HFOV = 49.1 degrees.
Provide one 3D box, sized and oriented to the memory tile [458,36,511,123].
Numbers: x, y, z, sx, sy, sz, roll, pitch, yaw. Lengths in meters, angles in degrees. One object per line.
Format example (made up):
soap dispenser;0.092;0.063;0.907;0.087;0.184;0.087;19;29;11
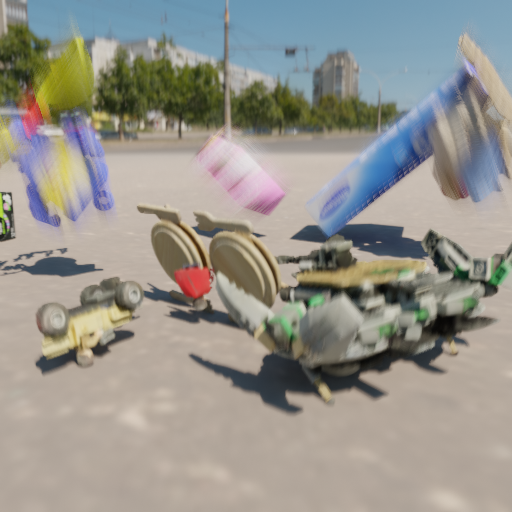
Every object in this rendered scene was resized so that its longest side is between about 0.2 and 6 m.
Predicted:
memory tile;3.292;-2.365;7.779;0.139;1.269;1.655;-31;-13;32

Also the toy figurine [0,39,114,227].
toy figurine;-2.330;-1.254;7.086;1.509;2.518;1.328;37;14;-20

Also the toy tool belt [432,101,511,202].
toy tool belt;3.195;-1.302;8.124;1.123;1.798;1.105;-42;51;-12

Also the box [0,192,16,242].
box;-5.052;-0.660;10.000;0.759;0.907;1.222;5;14;20

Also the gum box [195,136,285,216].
gum box;-0.265;-1.420;10.139;1.592;0.527;0.904;49;21;29

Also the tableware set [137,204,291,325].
tableware set;-0.426;0.019;5.937;0.397;1.308;1.979;-34;31;-33

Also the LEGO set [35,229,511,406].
LEGO set;0.382;0.571;4.937;4.323;1.225;2.808;-8;6;27

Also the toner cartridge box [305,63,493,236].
toner cartridge box;2.456;-1.819;9.726;3.408;0.736;1.619;-41;0;30
